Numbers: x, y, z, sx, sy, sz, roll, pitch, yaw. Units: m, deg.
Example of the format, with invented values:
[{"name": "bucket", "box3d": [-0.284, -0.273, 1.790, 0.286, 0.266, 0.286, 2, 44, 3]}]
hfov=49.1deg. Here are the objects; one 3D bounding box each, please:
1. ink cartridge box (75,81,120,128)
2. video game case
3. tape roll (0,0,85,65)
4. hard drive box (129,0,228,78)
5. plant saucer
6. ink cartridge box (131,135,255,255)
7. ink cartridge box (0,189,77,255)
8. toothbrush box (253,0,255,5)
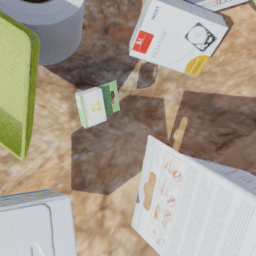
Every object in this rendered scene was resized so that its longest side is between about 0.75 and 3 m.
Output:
[{"name": "ink cartridge box", "box3d": [-0.528, -0.478, 5.514, 0.942, 0.686, 0.226, -23, 31, -28]}, {"name": "video game case", "box3d": [1.839, -4.001, 6.302, 2.725, 2.991, 0.344, -17, 50, 0]}, {"name": "tape roll", "box3d": [-2.026, -2.656, 6.254, 2.079, 1.427, 2.079, 5, 67, -12]}, {"name": "hard drive box", "box3d": [0.940, -1.831, 5.567, 1.541, 1.201, 0.592, 15, 43, -13]}, {"name": "plant saucer", "box3d": [-2.400, -1.066, 4.629, 2.564, 2.560, 0.614, 34, 44, 11]}, {"name": "ink cartridge box", "box3d": [1.240, 1.578, 4.755, 0.684, 2.730, 2.197, -6, 115, -35]}, {"name": "ink cartridge box", "box3d": [-1.700, 1.819, 4.281, 1.474, 2.019, 1.481, -5, 83, -24]}, {"name": "toothbrush box", "box3d": [3.318, -3.315, 6.083, 1.289, 1.770, 0.762, -21, 77, 35]}]
